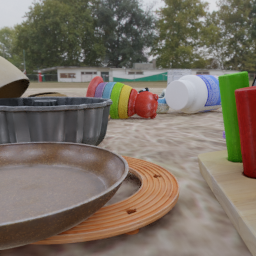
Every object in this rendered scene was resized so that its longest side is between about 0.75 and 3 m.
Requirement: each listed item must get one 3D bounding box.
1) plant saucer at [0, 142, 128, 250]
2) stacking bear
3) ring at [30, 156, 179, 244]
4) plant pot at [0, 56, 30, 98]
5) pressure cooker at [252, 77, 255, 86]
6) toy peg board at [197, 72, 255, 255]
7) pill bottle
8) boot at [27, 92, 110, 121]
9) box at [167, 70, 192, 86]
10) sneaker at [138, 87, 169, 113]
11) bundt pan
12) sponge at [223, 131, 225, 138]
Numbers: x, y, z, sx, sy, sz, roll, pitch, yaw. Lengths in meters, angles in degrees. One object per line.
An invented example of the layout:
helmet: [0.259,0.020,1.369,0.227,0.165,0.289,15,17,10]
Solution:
plant saucer: [-1.121,0.535,2.706,2.261,0.363,2.261,-1,10,0]
stacking bear: [-0.142,-0.957,10.130,2.480,1.506,1.410,9,16,11]
ring: [-0.633,0.720,3.339,2.468,0.237,2.468,1,9,0]
plant pot: [-3.326,-0.835,5.518,2.216,1.487,2.216,-39,7,6]
pressure cooker: [3.947,-0.709,6.354,2.083,2.115,2.368,15,11,4]
toy peg board: [2.297,-0.012,2.702,2.876,1.407,2.864,-10,9,5]
pill bottle: [2.890,-1.433,11.741,2.829,1.585,1.585,-8,13,-42]
boot: [-1.558,-0.480,7.848,1.049,1.076,2.851,6,10,39]
box: [2.606,-2.023,14.320,1.101,1.888,0.568,-2,10,-18]
sneaker: [0.296,-1.125,11.579,2.990,1.084,1.075,-3,11,-12]
bundt pan: [-1.632,-0.066,5.591,2.675,1.004,2.675,0,11,0]
sponge: [2.821,0.216,6.365,0.656,0.175,1.176,-5,11,-28]
